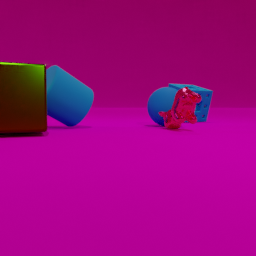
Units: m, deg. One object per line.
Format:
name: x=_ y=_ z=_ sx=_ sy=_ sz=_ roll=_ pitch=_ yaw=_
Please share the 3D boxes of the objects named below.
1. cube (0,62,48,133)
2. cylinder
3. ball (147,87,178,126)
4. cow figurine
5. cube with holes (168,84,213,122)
cube: x=-2.285 y=-0.542 z=5.501 sx=1.255 sy=1.255 sz=1.255 roll=-1 pitch=1 yaw=-20
cylinder: x=-1.665 y=-0.783 z=7.072 sx=1.159 sy=1.159 sz=1.159 roll=33 pitch=-17 yaw=-35
ball: x=1.075 y=-0.588 z=7.783 sx=1.087 sy=1.087 sz=1.087 roll=0 pitch=4 yaw=0
cow figurine: x=1.199 y=-0.455 z=6.577 sx=0.616 sy=1.122 sz=1.104 roll=2 pitch=22 yaw=-18
cube with holes: x=2.123 y=-0.907 z=9.986 sx=1.107 sy=1.107 sz=1.107 roll=-2 pitch=19 yaw=-27
